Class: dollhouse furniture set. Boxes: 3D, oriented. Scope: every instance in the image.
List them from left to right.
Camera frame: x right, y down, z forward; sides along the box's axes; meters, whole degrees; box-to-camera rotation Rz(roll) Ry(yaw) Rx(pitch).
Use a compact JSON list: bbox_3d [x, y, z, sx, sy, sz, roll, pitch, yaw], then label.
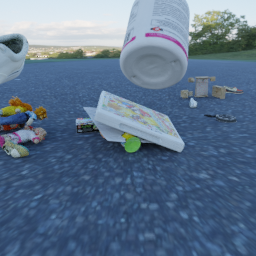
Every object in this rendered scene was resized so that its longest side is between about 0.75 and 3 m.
[{"bbox_3d":[3.696,-1.969,13.780,1.986,1.029,0.879,-4,16,-13],"label":"dollhouse furniture set"}]

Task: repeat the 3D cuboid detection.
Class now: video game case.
[{"bbox_3d":[0.263,-0.298,8.030,2.349,0.295,2.581,21,16,-9],"label":"video game case"}]

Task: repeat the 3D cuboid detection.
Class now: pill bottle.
[{"bbox_3d":[0.634,-2.070,5.891,1.297,1.297,2.288,3,58,11],"label":"pill bottle"}]

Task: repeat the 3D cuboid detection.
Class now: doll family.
[{"bbox_3d":[-3.243,-0.300,8.175,1.522,1.105,2.452,-14,22,-39],"label":"doll family"}]

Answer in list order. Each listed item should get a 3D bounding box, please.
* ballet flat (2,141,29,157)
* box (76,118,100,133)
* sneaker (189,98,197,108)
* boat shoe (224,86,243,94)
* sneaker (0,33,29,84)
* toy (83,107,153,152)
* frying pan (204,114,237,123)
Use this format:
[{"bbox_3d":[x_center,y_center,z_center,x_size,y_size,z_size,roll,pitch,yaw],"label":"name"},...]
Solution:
[{"bbox_3d":[-2.772,0.556,6.850,0.957,0.338,0.338,15,23,39],"label":"ballet flat"},{"bbox_3d":[-0.905,-0.127,9.050,1.531,0.266,0.843,-4,17,-11],"label":"box"},{"bbox_3d":[2.834,-1.054,12.104,0.304,0.314,0.859,11,27,4],"label":"sneaker"},{"bbox_3d":[5.751,-2.082,15.303,1.071,0.335,0.381,10,18,24],"label":"boat shoe"},{"bbox_3d":[-2.855,-1.266,5.430,1.034,1.003,2.832,26,29,-9],"label":"sneaker"},{"bbox_3d":[-0.346,0.053,7.902,1.384,0.567,2.403,4,19,-25],"label":"toy"},{"bbox_3d":[3.420,-0.416,10.194,0.730,0.196,1.206,-6,21,-21],"label":"frying pan"}]
